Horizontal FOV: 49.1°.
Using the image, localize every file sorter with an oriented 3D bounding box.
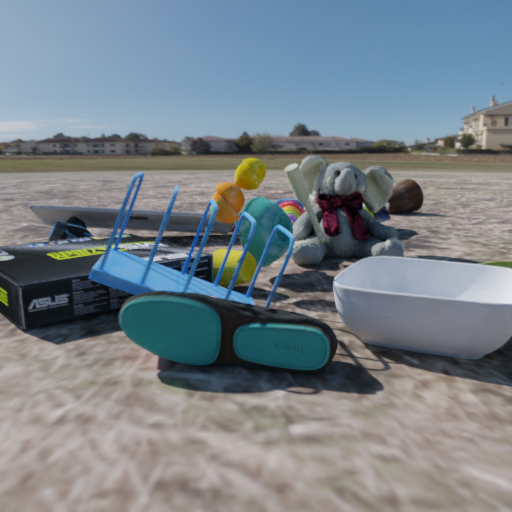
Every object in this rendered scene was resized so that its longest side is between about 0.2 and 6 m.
[{"bbox_3d":[-0.742,-0.080,6.888,2.067,1.268,1.434,20,7,-10],"label":"file sorter"}]

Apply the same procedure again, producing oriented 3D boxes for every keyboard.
[{"bbox_3d":[-2.835,-0.891,13.365,4.715,0.251,1.327,2,-16,-8],"label":"keyboard"}]

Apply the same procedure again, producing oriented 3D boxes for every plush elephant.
[{"bbox_3d":[1.773,-1.013,11.388,2.156,2.027,2.618,1,11,3],"label":"plush elephant"}]

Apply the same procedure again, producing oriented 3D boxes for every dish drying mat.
[{"bbox_3d":[0.149,-1.119,16.293,1.434,0.340,3.734,5,12,29],"label":"dish drying mat"}]

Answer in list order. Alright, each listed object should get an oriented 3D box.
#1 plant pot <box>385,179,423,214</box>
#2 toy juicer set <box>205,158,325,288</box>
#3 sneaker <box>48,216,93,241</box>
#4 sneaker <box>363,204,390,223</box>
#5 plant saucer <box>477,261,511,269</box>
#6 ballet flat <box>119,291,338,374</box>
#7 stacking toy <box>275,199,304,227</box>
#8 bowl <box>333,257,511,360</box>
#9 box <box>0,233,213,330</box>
[{"bbox_3d":[4.683,-1.846,18.503,1.206,1.128,1.128,-21,19,-25],"label":"plant pot"},{"bbox_3d":[0.093,-0.741,9.595,0.812,1.898,2.983,-4,14,37],"label":"toy juicer set"},{"bbox_3d":[-4.031,-0.419,12.500,0.753,0.673,1.839,25,6,-8],"label":"sneaker"},{"bbox_3d":[2.933,-1.100,14.679,0.790,0.710,1.921,-32,-12,30],"label":"sneaker"},{"bbox_3d":[4.330,0.429,8.558,2.025,0.315,2.025,1,12,0],"label":"plant saucer"},{"bbox_3d":[-0.276,0.790,5.819,2.212,0.752,0.757,11,10,5],"label":"ballet flat"},{"bbox_3d":[0.826,-0.882,14.442,0.799,0.845,1.456,1,22,7],"label":"stacking toy"},{"bbox_3d":[2.057,0.581,6.630,2.052,0.766,2.049,4,12,24],"label":"bowl"},{"bbox_3d":[-2.601,0.227,8.619,2.893,0.687,2.794,-9,12,-37],"label":"box"}]
